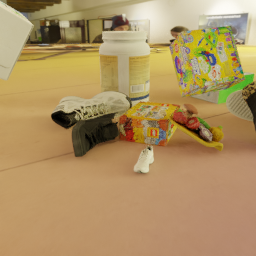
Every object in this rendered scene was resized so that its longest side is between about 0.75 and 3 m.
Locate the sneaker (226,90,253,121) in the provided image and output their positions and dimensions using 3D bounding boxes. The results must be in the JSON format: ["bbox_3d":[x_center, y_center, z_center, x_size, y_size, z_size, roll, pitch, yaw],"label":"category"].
[{"bbox_3d":[4.605,-0.724,8.939,2.673,1.006,1.397,4,7,27],"label":"sneaker"}]

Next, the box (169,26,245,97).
[{"bbox_3d":[2.039,-1.726,7.352,1.426,1.480,0.903,-11,-6,-14],"label":"box"}]

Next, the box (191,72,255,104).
[{"bbox_3d":[3.746,-1.872,11.737,2.198,1.063,1.939,-14,24,-33],"label":"box"}]

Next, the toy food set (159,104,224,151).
[{"bbox_3d":[1.603,-0.152,6.728,1.787,0.584,1.051,33,16,7],"label":"toy food set"}]

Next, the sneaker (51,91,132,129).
[{"bbox_3d":[-1.141,-0.405,8.391,2.434,0.919,1.401,-3,28,13],"label":"sneaker"}]

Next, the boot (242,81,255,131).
[{"bbox_3d":[4.488,-0.436,7.183,2.853,1.044,2.148,-5,40,5],"label":"boot"}]

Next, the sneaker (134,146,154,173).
[{"bbox_3d":[0.329,0.662,5.914,0.328,0.384,0.881,6,22,15],"label":"sneaker"}]

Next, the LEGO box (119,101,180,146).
[{"bbox_3d":[0.650,-0.185,7.778,1.270,0.658,1.705,8,22,20],"label":"LEGO box"}]

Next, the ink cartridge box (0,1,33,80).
[{"bbox_3d":[-3.799,-2.611,7.427,1.654,1.646,2.255,23,14,-38],"label":"ink cartridge box"}]

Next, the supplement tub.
[{"bbox_3d":[-0.119,-2.257,10.529,1.893,2.622,1.893,0,20,0],"label":"supplement tub"}]

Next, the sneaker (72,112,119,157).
[{"bbox_3d":[-0.747,0.087,7.069,1.118,0.644,2.143,-6,17,-3],"label":"sneaker"}]
